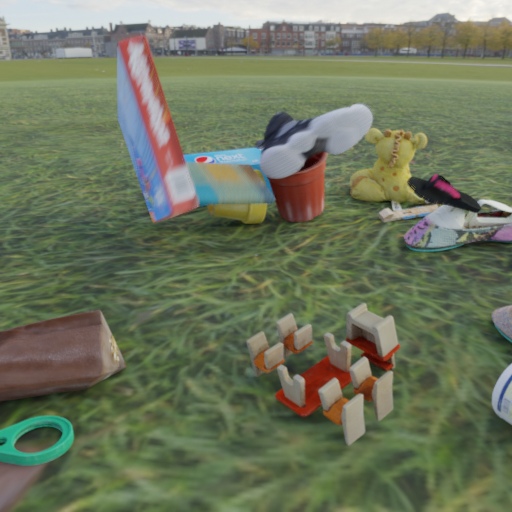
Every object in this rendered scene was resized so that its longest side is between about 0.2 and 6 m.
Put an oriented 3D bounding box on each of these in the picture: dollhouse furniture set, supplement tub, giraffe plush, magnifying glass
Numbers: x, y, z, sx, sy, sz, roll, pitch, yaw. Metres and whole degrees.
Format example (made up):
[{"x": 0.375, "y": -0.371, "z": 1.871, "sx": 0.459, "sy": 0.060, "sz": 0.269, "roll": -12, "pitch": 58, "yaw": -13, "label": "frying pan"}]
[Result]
[{"x": 1.002, "y": 1.388, "z": 6.882, "sx": 1.675, "sy": 0.873, "sz": 1.694, "roll": -29, "pitch": 34, "yaw": -29, "label": "dollhouse furniture set"}, {"x": 3.195, "y": 1.654, "z": 5.967, "sx": 0.783, "sy": 0.783, "sz": 1.080, "roll": -13, "pitch": 27, "yaw": -28, "label": "supplement tub"}, {"x": 3.394, "y": -2.339, "z": 14.167, "sx": 1.935, "sy": 1.819, "sz": 2.243, "roll": -4, "pitch": 23, "yaw": -9, "label": "giraffe plush"}, {"x": -2.781, "y": 2.019, "z": 5.925, "sx": 1.618, "sy": 0.181, "sz": 0.644, "roll": -4, "pitch": 23, "yaw": -13, "label": "magnifying glass"}]

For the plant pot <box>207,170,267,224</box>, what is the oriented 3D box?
[{"x": -0.469, "y": -1.303, "z": 12.417, "sx": 1.133, "sy": 1.205, "sz": 1.205, "roll": -3, "pitch": 23, "yaw": -17, "label": "plant pot"}]

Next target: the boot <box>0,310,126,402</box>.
[{"x": -2.979, "y": 1.515, "z": 6.228, "sx": 3.130, "sy": 1.005, "sz": 2.917, "roll": -3, "pitch": 24, "yaw": -18, "label": "boot"}]

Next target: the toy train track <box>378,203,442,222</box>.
[{"x": 3.959, "y": -1.163, "z": 13.000, "sx": 2.297, "sy": 0.374, "sz": 1.317, "roll": -10, "pitch": 36, "yaw": -12, "label": "toy train track"}]

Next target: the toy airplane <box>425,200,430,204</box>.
[{"x": 4.526, "y": -1.436, "z": 13.805, "sx": 0.604, "sy": 0.428, "sz": 0.607, "roll": 9, "pitch": 33, "yaw": 32, "label": "toy airplane"}]

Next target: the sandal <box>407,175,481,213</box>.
[{"x": 3.600, "y": -1.252, "z": 10.584, "sx": 1.797, "sy": 0.405, "sz": 0.675, "roll": 10, "pitch": 41, "yaw": -25, "label": "sandal"}]

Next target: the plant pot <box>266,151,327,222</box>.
[{"x": 0.938, "y": -1.642, "z": 12.664, "sx": 1.479, "sy": 1.438, "sz": 1.479, "roll": -8, "pitch": 40, "yaw": 7, "label": "plant pot"}]

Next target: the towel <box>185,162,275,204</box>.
[{"x": -0.720, "y": -1.394, "z": 10.819, "sx": 1.881, "sy": 0.204, "sz": 1.379, "roll": -2, "pitch": 40, "yaw": -27, "label": "towel"}]

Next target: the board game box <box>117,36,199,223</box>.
[{"x": -1.897, "y": -1.857, "z": 10.030, "sx": 0.467, "sy": 2.470, "sz": 4.798, "roll": -18, "pitch": 6, "yaw": -13, "label": "board game box"}]

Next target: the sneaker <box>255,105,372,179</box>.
[{"x": 1.084, "y": -2.618, "z": 11.616, "sx": 2.438, "sy": 0.920, "sz": 1.388, "roll": -26, "pitch": 41, "yaw": 6, "label": "sneaker"}]

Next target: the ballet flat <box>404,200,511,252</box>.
[{"x": 4.298, "y": -0.694, "z": 11.311, "sx": 2.671, "sy": 0.950, "sz": 0.923, "roll": -4, "pitch": 35, "yaw": -9, "label": "ballet flat"}]

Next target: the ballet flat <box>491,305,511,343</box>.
[{"x": 4.046, "y": 1.036, "z": 7.342, "sx": 0.868, "sy": 0.858, "sz": 2.550, "roll": -5, "pitch": 23, "yaw": -12, "label": "ballet flat"}]

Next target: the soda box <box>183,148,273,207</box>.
[{"x": -0.823, "y": -1.997, "z": 14.177, "sx": 3.038, "sy": 1.030, "sz": 0.975, "roll": -10, "pitch": 37, "yaw": -24, "label": "soda box"}]
